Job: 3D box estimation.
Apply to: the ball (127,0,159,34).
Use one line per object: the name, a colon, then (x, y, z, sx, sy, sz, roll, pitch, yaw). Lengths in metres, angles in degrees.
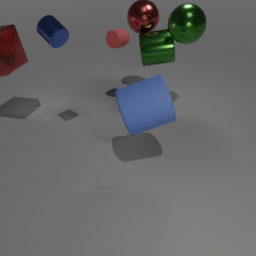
ball: (0.651, -4.792, 12.105, 1.400, 1.400, 1.400, 0, 31, 0)

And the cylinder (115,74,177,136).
cylinder: (0.517, -0.655, 8.080, 1.400, 1.400, 1.400, -19, 31, 6)

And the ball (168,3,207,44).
ball: (2.156, -3.805, 10.260, 1.400, 1.400, 1.400, 0, 31, 0)

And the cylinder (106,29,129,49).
cylinder: (-0.420, -3.602, 11.284, 0.700, 0.700, 0.700, 20, 31, 29)

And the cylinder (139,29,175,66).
cylinder: (1.249, -3.442, 12.009, 1.400, 1.400, 1.400, -6, 31, 7)

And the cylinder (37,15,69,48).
cylinder: (-2.259, -2.900, 8.442, 0.700, 0.700, 0.700, 46, 48, 14)

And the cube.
cube: (-4.725, -2.731, 9.952, 1.400, 1.400, 1.400, 1, 35, 19)
